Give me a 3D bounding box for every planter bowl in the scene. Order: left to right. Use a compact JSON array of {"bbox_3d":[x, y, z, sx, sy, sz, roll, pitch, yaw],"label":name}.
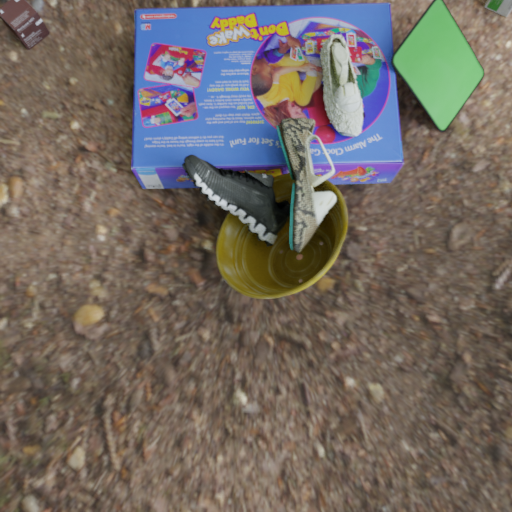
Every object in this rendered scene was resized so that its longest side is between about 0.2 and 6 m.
[{"bbox_3d":[0.588,-0.172,9.793,2.449,1.020,2.449,-15,56,22],"label":"planter bowl"}]

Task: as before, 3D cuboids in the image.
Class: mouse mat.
[{"bbox_3d":[3.455,-3.542,10.508,2.007,0.076,1.615,41,81,-32],"label":"mouse mat"}]

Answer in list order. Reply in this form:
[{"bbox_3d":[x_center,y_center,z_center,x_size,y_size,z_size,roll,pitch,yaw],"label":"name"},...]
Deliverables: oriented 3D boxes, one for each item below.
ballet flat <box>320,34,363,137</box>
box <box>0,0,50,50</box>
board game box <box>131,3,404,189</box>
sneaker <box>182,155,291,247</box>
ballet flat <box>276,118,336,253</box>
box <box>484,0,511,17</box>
[{"bbox_3d":[1.466,-2.996,9.699,0.670,0.670,1.866,-11,78,-2],"label":"ballet flat"},{"bbox_3d":[-4.620,-4.634,11.131,0.594,0.715,0.587,-43,81,-8],"label":"box"},{"bbox_3d":[0.156,-2.996,10.576,4.790,1.072,3.221,-1,78,0],"label":"board game box"},{"bbox_3d":[-0.230,-1.160,9.628,2.218,0.737,1.004,38,102,-24],"label":"sneaker"},{"bbox_3d":[0.870,-1.240,9.243,0.876,0.789,2.326,-7,77,8],"label":"ballet flat"},{"bbox_3d":[5.074,-5.343,11.335,0.534,0.621,0.624,26,79,6],"label":"box"}]
